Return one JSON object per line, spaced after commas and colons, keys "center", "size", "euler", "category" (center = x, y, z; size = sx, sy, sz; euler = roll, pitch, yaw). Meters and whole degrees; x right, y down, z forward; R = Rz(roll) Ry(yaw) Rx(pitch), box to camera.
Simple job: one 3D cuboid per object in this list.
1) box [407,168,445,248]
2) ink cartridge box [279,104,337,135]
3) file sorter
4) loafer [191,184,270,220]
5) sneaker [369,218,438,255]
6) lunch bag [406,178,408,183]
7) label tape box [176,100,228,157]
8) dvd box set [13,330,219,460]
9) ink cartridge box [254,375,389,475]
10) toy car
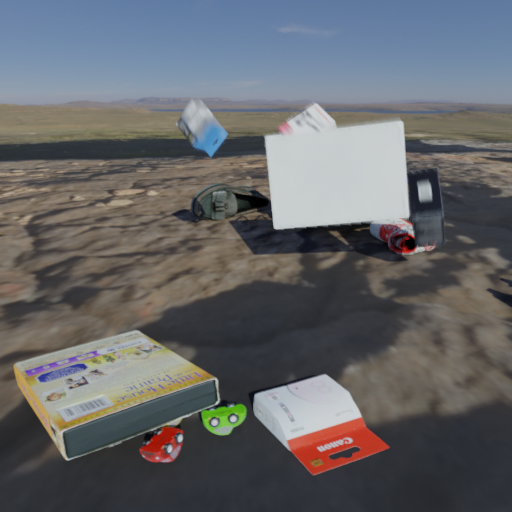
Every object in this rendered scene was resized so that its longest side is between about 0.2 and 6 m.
{"center": [2.743, -0.765, 9.037], "size": [0.493, 0.862, 0.947], "euler": [-7, 56, 18], "category": "box"}
{"center": [0.991, -2.376, 10.643], "size": [0.899, 0.379, 0.651], "euler": [-35, 59, -3], "category": "ink cartridge box"}
{"center": [1.314, -1.297, 9.250], "size": [2.092, 1.452, 1.303], "euler": [-5, 6, 7], "category": "file sorter"}
{"center": [-0.577, -1.352, 13.948], "size": [0.744, 0.850, 2.366], "euler": [20, 23, 34], "category": "loafer"}
{"center": [2.771, -0.425, 11.241], "size": [0.860, 0.536, 1.605], "euler": [-12, 23, -42], "category": "sneaker"}
{"center": [1.873, -1.390, 12.851], "size": [2.384, 1.124, 2.975], "euler": [-3, 6, -34], "category": "lunch bag"}
{"center": [-0.884, -2.044, 9.013], "size": [0.754, 0.544, 0.239], "euler": [53, 37, 12], "category": "label tape box"}
{"center": [-1.461, 1.256, 5.572], "size": [1.444, 0.290, 1.973], "euler": [-13, 14, -32], "category": "dvd box set"}
{"center": [0.590, 1.526, 5.242], "size": [0.861, 0.302, 1.060], "euler": [-8, 14, -27], "category": "ink cartridge box"}
{"center": [-0.545, 1.538, 5.040], "size": [0.941, 0.223, 1.000], "euler": [-7, 12, -8], "category": "toy car"}
